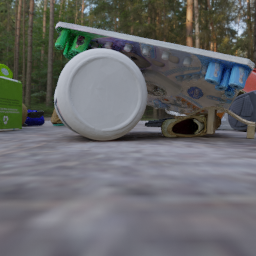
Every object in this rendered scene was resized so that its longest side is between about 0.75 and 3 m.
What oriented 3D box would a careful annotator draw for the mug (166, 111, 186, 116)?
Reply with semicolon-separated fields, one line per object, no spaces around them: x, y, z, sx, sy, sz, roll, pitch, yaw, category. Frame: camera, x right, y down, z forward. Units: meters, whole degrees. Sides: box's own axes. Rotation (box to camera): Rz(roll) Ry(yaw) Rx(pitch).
1.352;-0.350;6.288;1.028;0.759;0.901;12;-10;-9;mug

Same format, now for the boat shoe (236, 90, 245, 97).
2.775;-0.558;6.850;1.277;0.456;0.420;37;21;-33;boat shoe

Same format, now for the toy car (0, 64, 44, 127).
-3.204;-0.565;7.530;1.471;1.413;1.791;-26;-33;24;toy car

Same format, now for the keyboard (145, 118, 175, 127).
1.890;-0.203;9.667;1.546;0.330;2.575;2;3;39;keyboard

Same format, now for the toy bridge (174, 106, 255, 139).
1.143;-0.106;3.824;1.111;0.373;0.151;8;12;30;toy bridge

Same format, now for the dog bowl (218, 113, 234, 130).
2.595;-0.297;7.328;2.189;0.642;2.189;0;1;0;dog bowl

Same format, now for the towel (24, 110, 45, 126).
-4.536;-0.393;9.458;2.055;0.689;2.783;0;2;37;towel

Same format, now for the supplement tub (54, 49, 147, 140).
-0.440;-0.387;3.727;1.036;1.036;1.477;-1;2;-16;supplement tub

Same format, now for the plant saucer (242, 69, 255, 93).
4.305;-0.875;7.240;2.698;0.495;2.693;-1;32;-30;plant saucer

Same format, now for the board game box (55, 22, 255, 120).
0.355;-0.584;4.210;2.348;0.304;2.348;15;-10;12;board game box

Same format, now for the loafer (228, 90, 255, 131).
2.872;-0.350;4.791;0.865;0.987;2.745;4;-2;-16;loafer

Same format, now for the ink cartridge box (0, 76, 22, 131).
-3.582;-0.457;4.918;2.192;1.123;2.965;1;3;6;ink cartridge box

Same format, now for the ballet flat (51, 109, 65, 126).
-1.455;-0.466;9.120;2.347;0.849;0.796;1;1;21;ballet flat

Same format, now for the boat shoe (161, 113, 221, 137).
0.922;-0.015;3.865;0.904;0.334;0.300;-11;8;-14;boat shoe
